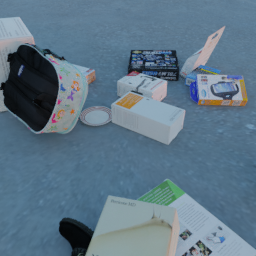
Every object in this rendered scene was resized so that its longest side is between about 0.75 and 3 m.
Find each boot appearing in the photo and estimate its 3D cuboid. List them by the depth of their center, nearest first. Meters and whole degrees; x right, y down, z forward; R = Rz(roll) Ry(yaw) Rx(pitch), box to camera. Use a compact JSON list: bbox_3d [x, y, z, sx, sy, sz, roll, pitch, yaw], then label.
[{"bbox_3d":[-1.164,2.700,5.960,1.579,0.594,1.180,22,42,26],"label":"boot"}]

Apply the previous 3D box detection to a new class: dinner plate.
[{"bbox_3d":[-1.167,-0.431,10.535,1.266,0.153,1.266,0,36,0],"label":"dinner plate"}]

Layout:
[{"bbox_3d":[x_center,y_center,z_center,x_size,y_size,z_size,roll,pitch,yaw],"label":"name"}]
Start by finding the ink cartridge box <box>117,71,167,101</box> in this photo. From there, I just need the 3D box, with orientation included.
[{"bbox_3d":[0.599,-1.657,11.687,1.728,0.716,1.268,21,41,27],"label":"ink cartridge box"}]

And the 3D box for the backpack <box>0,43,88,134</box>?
[{"bbox_3d":[-2.662,-1.190,9.453,2.220,2.618,2.949,6,23,-46],"label":"backpack"}]

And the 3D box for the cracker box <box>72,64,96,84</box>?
[{"bbox_3d":[-2.584,-2.396,12.842,1.844,0.532,1.235,19,41,25],"label":"cracker box"}]

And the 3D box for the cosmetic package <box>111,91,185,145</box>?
[{"bbox_3d":[0.680,-0.412,9.933,2.344,0.835,1.189,22,42,25],"label":"cosmetic package"}]

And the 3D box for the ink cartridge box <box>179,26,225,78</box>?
[{"bbox_3d":[3.406,-3.573,12.955,0.576,2.297,1.863,37,48,17],"label":"ink cartridge box"}]

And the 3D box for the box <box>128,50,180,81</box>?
[{"bbox_3d":[1.248,-3.162,13.824,2.416,0.600,2.398,2,36,3],"label":"box"}]

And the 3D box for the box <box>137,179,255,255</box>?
[{"bbox_3d":[1.169,2.593,6.189,2.138,0.538,2.962,-25,45,-30],"label":"box"}]

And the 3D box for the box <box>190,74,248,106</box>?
[{"bbox_3d":[3.653,-1.565,11.439,2.163,0.449,1.287,2,61,0],"label":"box"}]

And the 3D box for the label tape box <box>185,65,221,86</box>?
[{"bbox_3d":[3.421,-2.276,12.717,1.074,0.471,1.489,26,44,28],"label":"label tape box"}]

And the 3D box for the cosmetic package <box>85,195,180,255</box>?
[{"bbox_3d":[-0.063,2.777,4.907,1.478,1.044,2.856,4,49,18],"label":"cosmetic package"}]

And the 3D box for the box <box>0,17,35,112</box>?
[{"bbox_3d":[-4.767,-2.628,11.238,1.844,2.822,2.807,-15,39,-22],"label":"box"}]
